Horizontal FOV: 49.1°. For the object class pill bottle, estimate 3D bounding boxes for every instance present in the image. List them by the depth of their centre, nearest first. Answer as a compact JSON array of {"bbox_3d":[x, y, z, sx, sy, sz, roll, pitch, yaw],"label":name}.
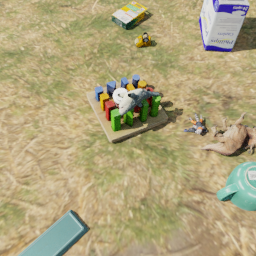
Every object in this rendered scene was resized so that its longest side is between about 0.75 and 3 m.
[{"bbox_3d":[-0.241,-1.108,10.200,0.604,1.070,0.604,0,84,1],"label":"pill bottle"}]

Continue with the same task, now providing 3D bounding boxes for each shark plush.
[{"bbox_3d":[0.328,-0.978,9.565,0.747,0.685,1.644,3,20,46],"label":"shark plush"}]

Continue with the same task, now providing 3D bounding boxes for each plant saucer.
[{"bbox_3d":[-2.431,3.553,8.151,2.604,0.247,0.911,-39,65,-23],"label":"plant saucer"}]

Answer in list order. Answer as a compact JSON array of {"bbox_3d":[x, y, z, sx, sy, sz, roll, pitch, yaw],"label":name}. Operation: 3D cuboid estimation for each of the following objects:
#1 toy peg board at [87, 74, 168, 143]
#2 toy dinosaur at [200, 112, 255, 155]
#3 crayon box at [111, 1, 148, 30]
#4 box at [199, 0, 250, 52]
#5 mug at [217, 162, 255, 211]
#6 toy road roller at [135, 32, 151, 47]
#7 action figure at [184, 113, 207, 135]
[{"bbox_3d":[-0.035,-1.076,10.527,2.424,1.185,2.413,-20,60,-16],"label":"toy peg board"},{"bbox_3d":[3.762,0.438,9.842,2.263,0.971,1.534,-35,98,-3],"label":"toy dinosaur"},{"bbox_3d":[0.097,-5.652,14.025,1.020,0.418,1.622,39,65,22],"label":"crayon box"},{"bbox_3d":[4.129,-5.046,12.420,1.274,2.429,2.234,1,57,1],"label":"box"},{"bbox_3d":[3.815,1.861,8.747,1.401,1.055,1.706,36,64,21],"label":"mug"},{"bbox_3d":[0.740,-3.995,12.996,0.751,0.548,0.462,-24,51,29],"label":"toy road roller"},{"bbox_3d":[2.500,-0.113,10.418,0.872,0.456,0.844,-5,48,-3],"label":"action figure"}]
